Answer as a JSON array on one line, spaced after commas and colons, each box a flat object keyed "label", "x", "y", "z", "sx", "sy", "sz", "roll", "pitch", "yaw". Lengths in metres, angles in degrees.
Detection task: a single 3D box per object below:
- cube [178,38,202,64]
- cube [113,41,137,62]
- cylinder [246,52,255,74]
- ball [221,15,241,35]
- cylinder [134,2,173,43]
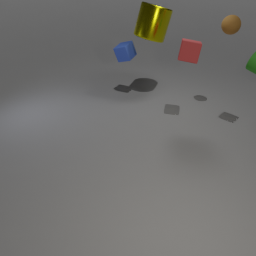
[{"label": "cube", "x": 2.212, "y": -2.771, "z": 10.056, "sx": 0.700, "sy": 0.700, "sz": 0.700, "roll": 13, "pitch": 25, "yaw": 6}, {"label": "cube", "x": -0.129, "y": -3.547, "z": 13.000, "sx": 0.700, "sy": 0.700, "sz": 0.700, "roll": 2, "pitch": 39, "yaw": 36}, {"label": "cylinder", "x": 4.589, "y": -2.202, "z": 9.702, "sx": 0.700, "sy": 0.700, "sz": 0.700, "roll": 38, "pitch": 45, "yaw": 24}, {"label": "ball", "x": 3.855, "y": -3.855, "z": 10.465, "sx": 0.700, "sy": 0.700, "sz": 0.700, "roll": 0, "pitch": 31, "yaw": 0}, {"label": "cylinder", "x": 1.086, "y": -4.626, "z": 12.271, "sx": 1.400, "sy": 1.400, "sz": 1.400, "roll": 13, "pitch": 24, "yaw": -6}]
